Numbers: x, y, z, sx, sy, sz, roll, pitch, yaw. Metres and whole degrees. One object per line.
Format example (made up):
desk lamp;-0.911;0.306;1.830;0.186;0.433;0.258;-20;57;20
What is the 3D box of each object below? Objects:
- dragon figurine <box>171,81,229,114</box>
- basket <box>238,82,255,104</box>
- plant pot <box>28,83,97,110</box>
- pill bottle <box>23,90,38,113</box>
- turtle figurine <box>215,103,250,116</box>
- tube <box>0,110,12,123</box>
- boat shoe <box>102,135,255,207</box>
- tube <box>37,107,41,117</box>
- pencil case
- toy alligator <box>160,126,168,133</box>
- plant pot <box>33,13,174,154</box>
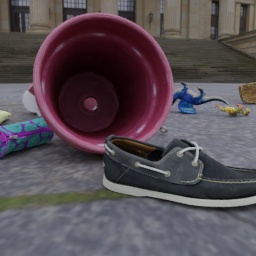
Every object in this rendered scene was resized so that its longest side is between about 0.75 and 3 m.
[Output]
dragon figurine;2.613;-1.080;11.891;2.902;1.443;0.854;21;13;8
basket;7.033;-1.937;15.400;1.639;1.170;1.221;-8;4;14
plant pot;-2.125;-1.702;10.571;2.222;2.483;2.483;38;-4;-22
pill bottle;-3.552;-1.277;12.116;1.159;1.159;2.045;3;12;13
turtle figurine;4.187;-0.671;10.896;1.133;0.452;1.405;3;-2;-28
tube;-4.397;-0.361;8.971;0.754;0.675;2.599;43;-7;-17
boat shoe;0.757;0.554;3.896;2.377;0.804;0.854;5;11;18
tube;-2.789;-0.706;11.106;0.489;0.437;1.685;23;18;32
pencil case;-2.323;0.168;6.165;0.701;0.646;1.518;-11;6;27
toy alligator;0.385;-0.233;8.092;1.799;0.596;0.432;16;55;26
plant pot;-0.733;-0.781;6.503;2.783;2.783;2.491;-4;-4;-18
